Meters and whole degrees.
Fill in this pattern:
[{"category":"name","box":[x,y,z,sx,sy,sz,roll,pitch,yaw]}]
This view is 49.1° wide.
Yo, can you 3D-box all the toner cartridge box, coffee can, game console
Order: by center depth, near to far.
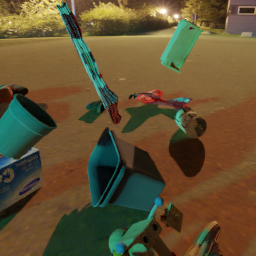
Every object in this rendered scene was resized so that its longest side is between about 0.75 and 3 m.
[{"category":"toner cartridge box","box":[-2.749,1.217,5.893,0.444,0.976,2.054,15,27,30]},{"category":"coffee can","box":[2.119,-0.196,9.561,0.757,0.757,1.035,-4,24,-10]},{"category":"game console","box":[-4.287,-0.508,10.954,2.031,0.356,2.296,1,23,-9]}]

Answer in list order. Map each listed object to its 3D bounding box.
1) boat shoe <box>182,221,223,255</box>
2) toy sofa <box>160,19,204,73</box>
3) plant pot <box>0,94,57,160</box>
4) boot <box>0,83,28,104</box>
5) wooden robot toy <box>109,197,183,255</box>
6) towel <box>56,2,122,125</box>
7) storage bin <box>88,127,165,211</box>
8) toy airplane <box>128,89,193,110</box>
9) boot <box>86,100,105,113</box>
[{"category":"boat shoe","box":[1.248,2.080,4.552,0.535,0.536,1.487,38,32,22]},{"category":"toy sofa","box":[2.114,-3.285,11.251,0.801,1.933,0.943,21,23,-15]},{"category":"plant pot","box":[-2.054,0.020,5.356,0.964,0.984,0.984,-46,27,4]},{"category":"boot","box":[-5.823,-1.485,12.778,1.748,0.840,2.391,6,21,29]},{"category":"wooden robot toy","box":[0.061,2.028,4.548,1.023,0.993,2.254,-28,2,40]},{"category":"towel","box":[-0.875,-1.463,6.868,0.306,2.690,1.937,-26,-10,-5]},{"category":"storage bin","box":[-0.086,1.043,6.198,1.258,1.363,1.873,23,16,-19]},{"category":"toy airplane","box":[1.409,-1.229,12.331,2.863,0.527,2.863,2,18,-1]},{"category":"boot","box":[-1.257,-1.069,11.968,0.681,0.525,1.405,8,26,12]}]
